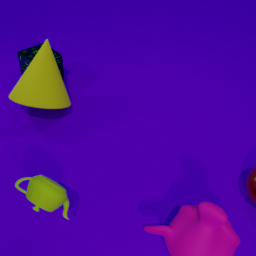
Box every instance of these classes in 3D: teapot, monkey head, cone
[{"bbox_3d":[-1.494,1.261,5.135,1.204,0.749,0.590,36,77,-19],"label":"teapot"},{"bbox_3d":[1.182,1.816,4.585,1.824,1.312,1.099,28,68,25],"label":"monkey head"},{"bbox_3d":[-2.304,-1.572,7.675,1.678,1.684,1.678,11,17,-3],"label":"cone"}]

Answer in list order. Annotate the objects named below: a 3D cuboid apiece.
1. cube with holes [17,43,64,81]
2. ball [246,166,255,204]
[{"bbox_3d":[-2.722,-1.923,8.824,0.964,0.964,0.964,37,51,26],"label":"cube with holes"},{"bbox_3d":[3.059,1.231,5.911,1.047,1.047,1.047,0,47,0],"label":"ball"}]
